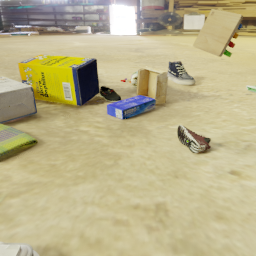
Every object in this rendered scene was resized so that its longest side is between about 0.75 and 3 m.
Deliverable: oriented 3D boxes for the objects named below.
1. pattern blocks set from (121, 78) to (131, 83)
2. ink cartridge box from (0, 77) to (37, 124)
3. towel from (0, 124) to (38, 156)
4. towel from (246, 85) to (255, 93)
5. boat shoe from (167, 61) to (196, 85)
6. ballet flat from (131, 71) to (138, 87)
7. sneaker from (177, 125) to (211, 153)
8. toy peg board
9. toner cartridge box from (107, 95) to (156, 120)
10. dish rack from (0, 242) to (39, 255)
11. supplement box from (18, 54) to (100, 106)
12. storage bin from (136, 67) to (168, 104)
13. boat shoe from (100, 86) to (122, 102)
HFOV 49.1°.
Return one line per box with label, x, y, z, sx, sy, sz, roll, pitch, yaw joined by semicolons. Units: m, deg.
pattern blocks set;0.283;-2.324;13.737;1.071;0.087;0.941;12;25;26
ink cartridge box;-4.521;-1.004;9.307;2.615;0.998;1.784;22;31;38
towel;-3.541;0.306;7.162;2.097;0.239;1.506;14;26;30
towel;6.428;-1.689;11.966;2.275;0.266;1.735;-13;25;-29
boat shoe;2.537;-2.701;13.545;0.747;0.928;2.001;-11;24;-26
ballet flat;0.664;-1.931;11.968;0.796;0.773;2.236;-17;32;-36
sneaker;1.710;0.278;7.107;0.618;0.405;1.070;-2;32;-19
toy peg board;2.221;-2.207;6.683;0.474;0.964;0.968;15;19;-36
toner cartridge box;0.135;-0.727;9.500;1.626;0.351;0.772;-21;31;-41
dish rack;-1.866;1.887;3.175;1.381;0.350;1.609;-1;21;0
supplement box;-2.610;-1.900;10.756;2.625;1.437;1.429;9;31;22
storage bin;0.895;-1.605;10.581;0.561;1.188;1.197;-9;24;-31
boat shoe;-0.702;-1.315;10.884;0.486;0.416;1.329;-13;27;-31
